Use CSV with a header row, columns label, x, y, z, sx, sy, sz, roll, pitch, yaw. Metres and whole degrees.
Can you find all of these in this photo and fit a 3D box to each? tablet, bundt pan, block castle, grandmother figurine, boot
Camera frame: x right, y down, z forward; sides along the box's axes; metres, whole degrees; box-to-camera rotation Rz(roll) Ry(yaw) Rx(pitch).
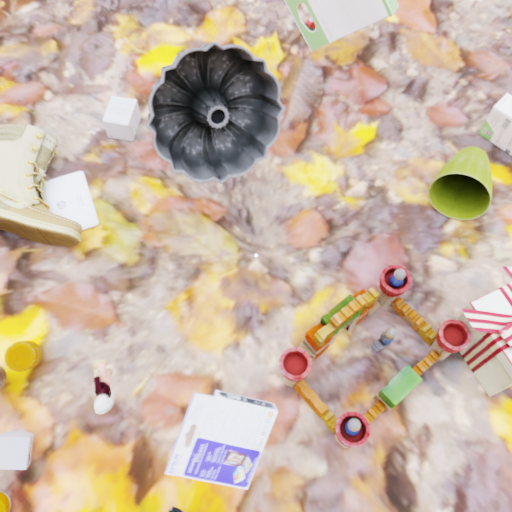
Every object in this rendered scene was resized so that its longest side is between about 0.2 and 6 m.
label,x,y,z,sx,sy,sz,roll,pitch,yaw
tablet,-3.545,-0.990,10.630,0.844,0.089,1.297,-19,65,-9
bundt pan,-0.663,-2.115,8.144,2.013,2.013,0.756,-22,35,-10
block castle,1.811,1.511,8.769,2.690,1.262,1.798,-37,69,-16
grandmother figurine,-1.943,1.694,7.099,0.269,0.539,0.889,-32,24,0
boot,-4.057,-1.345,10.307,2.580,0.939,2.006,16,69,15

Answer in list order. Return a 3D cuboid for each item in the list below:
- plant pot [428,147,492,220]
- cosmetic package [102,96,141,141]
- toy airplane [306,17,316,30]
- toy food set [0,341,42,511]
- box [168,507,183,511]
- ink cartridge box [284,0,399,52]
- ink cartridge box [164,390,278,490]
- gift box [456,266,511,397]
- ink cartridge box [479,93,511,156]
label,x,y,z,sx,sy,sz,roll,pitch,yaw
plant pot,3.899,-1.458,10.411,1.100,1.100,1.176,24,54,11
cosmetic package,-2.681,-2.744,11.217,0.542,0.545,0.651,10,65,3
toy airplane,1.665,-5.339,12.415,0.921,0.650,0.917,19,65,10
toy food set,-4.022,2.608,8.551,1.259,1.187,2.638,5,82,-13
box,-0.956,4.681,7.471,1.591,0.836,1.942,28,67,13
ink cartridge box,1.372,-4.284,9.346,1.635,1.190,0.392,-9,36,43
ink cartridge box,-0.406,2.076,6.384,1.049,0.228,1.039,18,97,-19
gift box,3.965,1.142,8.794,1.516,1.534,1.643,-28,69,-13
ink cartridge box,5.089,-2.439,10.894,1.182,0.860,0.497,41,71,18
